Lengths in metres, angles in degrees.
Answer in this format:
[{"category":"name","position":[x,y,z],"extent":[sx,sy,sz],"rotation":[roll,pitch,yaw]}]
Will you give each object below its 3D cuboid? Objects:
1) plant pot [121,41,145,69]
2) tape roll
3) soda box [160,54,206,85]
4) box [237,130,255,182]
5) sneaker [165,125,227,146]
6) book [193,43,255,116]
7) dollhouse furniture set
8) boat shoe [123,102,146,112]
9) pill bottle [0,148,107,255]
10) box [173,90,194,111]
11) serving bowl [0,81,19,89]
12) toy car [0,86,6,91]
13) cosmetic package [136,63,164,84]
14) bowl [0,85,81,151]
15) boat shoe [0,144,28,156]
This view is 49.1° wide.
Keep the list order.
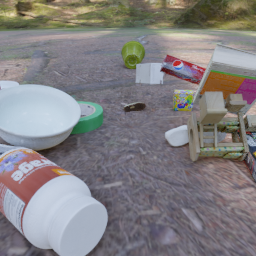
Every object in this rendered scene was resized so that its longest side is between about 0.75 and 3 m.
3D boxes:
[{"category":"plant pot","position":[0.323,-4.904,19.305],"extent":[1.704,1.704,1.640],"rotation":[1,36,3]},{"category":"tape roll","position":[-2.013,-0.442,10.680],"extent":[2.131,0.512,2.131],"rotation":[0,25,0]},{"category":"soda box","position":[1.791,-1.888,9.124],"extent":[1.394,0.488,0.442],"rotation":[20,-11,-3]},{"category":"box","position":[4.242,0.855,7.809],"extent":[1.850,0.539,2.703],"rotation":[1,25,3]},{"category":"sneaker","position":[2.213,0.124,9.306],"extent":[2.003,0.754,0.886],"rotation":[-4,13,-6]},{"category":"book","position":[2.717,-1.084,7.364],"extent":[1.555,2.328,0.559],"rotation":[16,69,7]},{"category":"dollhouse furniture set","position":[3.042,0.061,7.517],"extent":[2.405,1.337,2.127],"rotation":[-1,-20,-1]},{"category":"boat shoe","position":[0.262,-0.935,11.954],"extent":[0.971,0.359,0.359],"rotation":[-6,19,-12]},{"category":"pill bottle","position":[-1.644,1.421,5.547],"extent":[2.517,1.412,1.412],"rotation":[20,32,38]},{"category":"box","position":[2.355,-1.179,11.932],"extent":[0.826,0.796,0.504],"rotation":[2,24,6]},{"category":"serving bowl","position":[-6.113,-1.638,13.092],"extent":[2.015,0.663,2.015],"rotation":[1,25,0]},{"category":"toy car","position":[-5.166,-1.299,11.466],"extent":[2.030,1.871,1.795],"rotation":[15,18,-23]},{"category":"cosmetic package","position":[0.867,-2.215,11.455],"extent":[0.600,0.834,1.478],"rotation":[-2,9,-20]},{"category":"bowl","position":[-2.921,-0.161,8.821],"extent":[2.738,1.230,2.738],"rotation":[10,35,-7]},{"category":"boat shoe","position":[-3.063,0.818,7.732],"extent":[2.097,0.720,0.594],"rotation":[13,-2,23]}]
